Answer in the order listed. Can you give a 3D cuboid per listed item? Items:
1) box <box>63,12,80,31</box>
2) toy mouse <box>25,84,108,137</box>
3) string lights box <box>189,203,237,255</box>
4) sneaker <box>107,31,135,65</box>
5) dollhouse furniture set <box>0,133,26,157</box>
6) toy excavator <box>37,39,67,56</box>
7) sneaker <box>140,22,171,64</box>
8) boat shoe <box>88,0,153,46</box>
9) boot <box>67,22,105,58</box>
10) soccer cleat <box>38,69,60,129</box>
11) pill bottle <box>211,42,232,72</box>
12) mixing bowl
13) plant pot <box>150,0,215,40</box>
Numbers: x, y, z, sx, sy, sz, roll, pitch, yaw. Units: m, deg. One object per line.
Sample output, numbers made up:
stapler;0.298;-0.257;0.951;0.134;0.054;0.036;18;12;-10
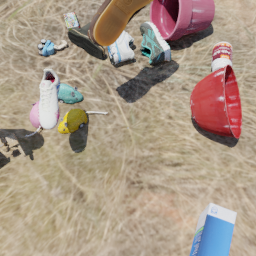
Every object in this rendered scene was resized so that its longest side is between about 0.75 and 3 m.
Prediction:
box;-2.561;-4.840;12.722;0.557;0.176;1.012;-16;59;-10
toy mouse;-2.619;-0.864;10.034;2.864;0.554;2.546;-30;63;-17
string lights box;1.956;3.313;7.022;0.733;1.277;2.486;18;60;11
sneaker;-0.372;-3.781;11.719;1.148;0.993;2.650;-9;67;-13
dollhouse furniture set;-4.365;1.048;8.760;2.142;1.110;0.948;-29;102;-17
toy excavator;-3.148;-3.361;11.694;0.984;0.492;0.957;19;61;-3
sneaker;0.881;-3.511;11.547;1.017;0.865;2.229;-23;60;-9
boat shoe;-0.110;-3.528;7.778;2.873;1.011;1.010;-47;30;1
boot;-1.389;-3.864;11.824;2.005;0.777;1.387;38;61;20
soccer cleat;-2.229;-0.841;7.717;0.615;0.760;1.760;-5;63;0
pill bottle;3.687;-2.652;11.001;0.782;0.782;1.371;10;58;6
mixing bowl;2.862;-0.774;9.254;1.289;2.380;2.380;-8;52;33
plant pot;2.341;-4.853;11.669;2.062;2.304;2.304;-9;57;-23
